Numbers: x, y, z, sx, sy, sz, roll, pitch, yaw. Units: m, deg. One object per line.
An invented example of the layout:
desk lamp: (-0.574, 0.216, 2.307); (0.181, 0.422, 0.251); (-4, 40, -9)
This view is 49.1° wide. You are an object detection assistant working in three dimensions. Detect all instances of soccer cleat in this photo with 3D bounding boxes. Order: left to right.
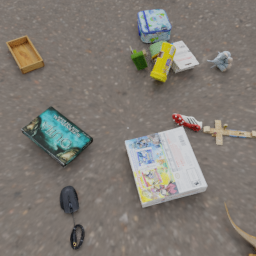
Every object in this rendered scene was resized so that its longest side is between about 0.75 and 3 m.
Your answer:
soccer cleat: (2.046, -0.247, 9.672); (1.077, 0.369, 0.459); (25, 48, 14)

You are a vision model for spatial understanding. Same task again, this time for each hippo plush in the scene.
hippo plush: (3.831, -2.718, 11.343); (0.901, 0.718, 0.725); (-18, 21, 39)

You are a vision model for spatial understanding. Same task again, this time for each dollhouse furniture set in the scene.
dollhouse furniture set: (0.876, -3.110, 11.145); (1.507, 0.756, 0.987); (-19, 55, 12)

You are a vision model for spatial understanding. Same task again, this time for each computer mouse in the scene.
computer mouse: (-1.561, 2.415, 7.787); (0.533, 0.309, 1.817); (-14, 56, -11)

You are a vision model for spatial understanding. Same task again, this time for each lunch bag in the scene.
lunch bag: (1.129, -4.576, 12.520); (1.401, 0.718, 1.742); (-6, 54, -1)

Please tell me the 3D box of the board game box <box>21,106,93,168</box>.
board game box: (-2.275, 0.242, 9.035); (1.931, 0.272, 1.306); (35, 59, 16)

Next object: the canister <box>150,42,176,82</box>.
canister: (1.337, -2.438, 10.472); (0.559, 0.959, 1.292); (22, 97, 12)

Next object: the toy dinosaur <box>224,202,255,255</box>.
toy dinosaur: (3.419, 3.063, 7.243); (2.364, 0.714, 1.256); (25, 33, 11)

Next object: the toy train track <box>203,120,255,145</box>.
toy train track: (3.469, 0.107, 9.439); (1.786, 0.291, 1.024); (6, 55, 4)

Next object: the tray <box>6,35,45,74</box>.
tray: (-4.289, -3.077, 11.670); (0.937, 0.352, 1.900); (-26, 58, -17)

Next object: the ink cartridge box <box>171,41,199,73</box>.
ink cartridge box: (2.123, -2.794, 11.347); (0.877, 0.513, 1.512); (-18, 56, -10)

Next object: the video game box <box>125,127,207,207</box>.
video game box: (1.073, 1.127, 8.460); (1.924, 0.494, 2.112); (-12, 57, -5)
